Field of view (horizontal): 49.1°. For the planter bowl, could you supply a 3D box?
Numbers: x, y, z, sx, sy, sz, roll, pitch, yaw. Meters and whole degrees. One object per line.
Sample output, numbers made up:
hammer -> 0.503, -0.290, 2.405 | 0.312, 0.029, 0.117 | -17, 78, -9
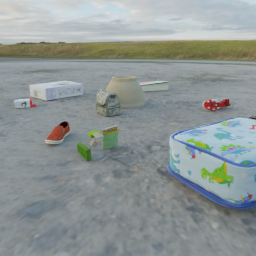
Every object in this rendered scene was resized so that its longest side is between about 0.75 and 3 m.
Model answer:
planter bowl -> -0.181, -1.909, 14.240 | 2.114, 1.423, 2.114 | 1, 18, 0

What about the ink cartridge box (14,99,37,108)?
ink cartridge box -> -5.073, -1.230, 13.849 | 1.016, 0.342, 0.590 | -6, 19, -22

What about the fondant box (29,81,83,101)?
fondant box -> -4.176, -2.232, 16.423 | 1.799, 0.726, 2.494 | 16, 25, 42

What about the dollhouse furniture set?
dollhouse furniture set -> -0.713, 0.435, 8.055 | 1.420, 0.710, 0.548 | -17, 32, -33

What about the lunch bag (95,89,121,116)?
lunch bag -> -0.909, -1.147, 12.421 | 0.858, 1.033, 1.231 | -10, 20, -29

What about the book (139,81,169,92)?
book -> 1.253, -2.779, 18.651 | 2.410, 0.579, 1.610 | -9, 17, -19

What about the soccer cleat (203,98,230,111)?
soccer cleat -> 4.119, -1.126, 13.319 | 1.597, 0.548, 0.680 | -10, 5, -25

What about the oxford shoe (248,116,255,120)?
oxford shoe -> 4.135, 0.042, 8.831 | 0.853, 0.905, 2.421 | 14, 22, 38

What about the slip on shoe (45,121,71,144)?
slip on shoe -> -2.303, 0.159, 9.220 | 0.549, 0.454, 1.482 | 4, 21, 10

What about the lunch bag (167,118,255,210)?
lunch bag -> 2.534, 0.617, 6.470 | 2.949, 1.216, 2.371 | -12, 22, -33
